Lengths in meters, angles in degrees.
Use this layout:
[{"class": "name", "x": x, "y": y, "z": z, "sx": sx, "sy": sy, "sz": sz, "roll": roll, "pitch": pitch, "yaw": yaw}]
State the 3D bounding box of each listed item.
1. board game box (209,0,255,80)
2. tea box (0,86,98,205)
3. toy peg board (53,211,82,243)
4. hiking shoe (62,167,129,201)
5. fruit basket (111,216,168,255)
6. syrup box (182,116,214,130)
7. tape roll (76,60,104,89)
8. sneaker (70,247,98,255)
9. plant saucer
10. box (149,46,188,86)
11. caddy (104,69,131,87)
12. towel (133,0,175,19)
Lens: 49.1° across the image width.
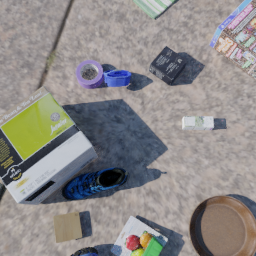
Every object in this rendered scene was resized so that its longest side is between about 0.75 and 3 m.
[{"class": "board game box", "x": 4.951, "y": -3.519, "z": 11.120, "sx": 2.530, "sy": 1.225, "sz": 2.017, "roll": 43, "pitch": 78, "yaw": 11}, {"class": "tea box", "x": -3.002, "y": 0.648, "z": 9.559, "sx": 2.813, "sy": 1.879, "sz": 2.767, "roll": -37, "pitch": 77, "yaw": -10}, {"class": "toy peg board", "x": -2.081, "y": 3.385, "z": 9.596, "sx": 0.867, "sy": 0.426, "sz": 0.871, "roll": -6, "pitch": 75, "yaw": -18}, {"class": "hiking shoe", "x": -1.169, "y": 1.829, "z": 9.657, "sx": 2.403, "sy": 1.042, "sz": 0.894, "roll": -19, "pitch": 75, "yaw": -5}, {"class": "fruit basket", "x": 0.378, "y": 3.914, "z": 9.358, "sx": 1.465, "sy": 0.687, "sz": 1.357, "roll": 25, "pitch": 75, "yaw": 23}, {"class": "syrup box", "x": 2.632, "y": -0.180, "z": 10.555, "sx": 1.105, "sy": 0.450, "sz": 0.435, "roll": 1, "pitch": 74, "yaw": 0}, {"class": "tape roll", "x": -1.512, "y": -2.124, "z": 11.125, "sx": 1.072, "sy": 0.456, "sz": 1.072, "roll": 0, "pitch": 73, "yaw": 0}, {"class": "sneaker", "x": -1.917, "y": 4.881, "z": 8.908, "sx": 2.677, "sy": 1.008, "sz": 1.050, "roll": -43, "pitch": 85, "yaw": -2}, {"class": "plant saucer", "x": 3.187, "y": 3.485, "z": 9.502, "sx": 2.341, "sy": 0.428, "sz": 2.341, "roll": 0, "pitch": 74, "yaw": 0}, {"class": "box", "x": 1.581, "y": -2.463, "z": 11.122, "sx": 1.087, "sy": 0.638, "sz": 1.069, "roll": 38, "pitch": 77, "yaw": 10}, {"class": "caddy", "x": -0.405, "y": -1.982, "z": 10.798, "sx": 1.090, "sy": 0.572, "sz": 0.771, "roll": -8, "pitch": 32, "yaw": -20}, {"class": "towel", "x": 1.287, "y": -5.801, "z": 12.324, "sx": 1.860, "sy": 0.218, "sz": 1.419, "roll": -43, "pitch": 79, "yaw": -11}]
